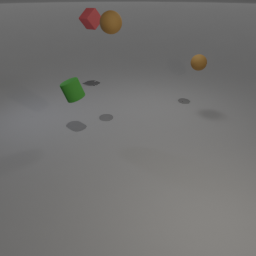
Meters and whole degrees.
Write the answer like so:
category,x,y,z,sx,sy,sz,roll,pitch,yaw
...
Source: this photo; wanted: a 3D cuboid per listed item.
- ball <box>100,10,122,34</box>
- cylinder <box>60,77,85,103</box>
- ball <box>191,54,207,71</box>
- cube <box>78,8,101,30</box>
category,x,y,z,sx,sy,sz,roll,pitch,yaw
ball,-0.531,-3.272,8.678,0.700,0.700,0.700,0,28,0
cylinder,-1.994,-1.367,10.085,0.700,0.700,0.700,-19,26,10
ball,3.102,-2.867,12.271,0.700,0.700,0.700,0,28,0
cube,-1.772,-5.201,13.340,0.700,0.700,0.700,22,74,40
